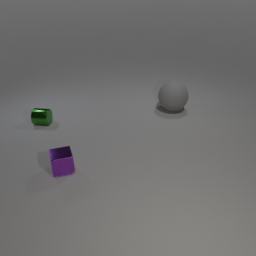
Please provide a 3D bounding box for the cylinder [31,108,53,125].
[{"bbox_3d":[-3.712,-0.496,12.079,0.700,0.700,0.700,3,30,6],"label":"cylinder"}]

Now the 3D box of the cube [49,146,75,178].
[{"bbox_3d":[-2.187,1.108,9.268,0.700,0.700,0.700,-10,31,-17],"label":"cube"}]

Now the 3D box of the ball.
[{"bbox_3d":[2.111,-1.491,13.070,1.400,1.400,1.400,0,30,0],"label":"ball"}]
